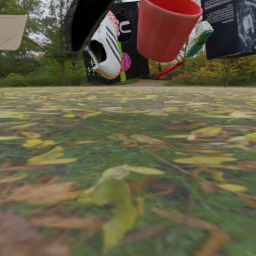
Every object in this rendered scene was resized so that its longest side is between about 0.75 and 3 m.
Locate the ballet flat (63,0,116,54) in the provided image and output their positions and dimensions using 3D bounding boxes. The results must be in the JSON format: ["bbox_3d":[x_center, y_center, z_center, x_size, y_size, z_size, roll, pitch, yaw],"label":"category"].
[{"bbox_3d":[-0.495,-2.491,5.125,0.902,0.771,2.713,7,-36,-27],"label":"ballet flat"}]

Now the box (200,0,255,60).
[{"bbox_3d":[3.492,-3.378,9.294,1.191,2.028,1.994,-1,11,45],"label":"box"}]

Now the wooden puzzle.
[{"bbox_3d":[-2.640,-1.964,5.822,1.032,0.954,0.192,0,-26,5],"label":"wooden puzzle"}]

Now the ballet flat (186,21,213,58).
[{"bbox_3d":[1.894,-2.415,7.596,0.453,0.453,1.263,-3,-18,-16],"label":"ballet flat"}]

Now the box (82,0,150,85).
[{"bbox_3d":[-0.590,-3.251,10.848,2.052,2.763,1.718,-22,22,-30],"label":"box"}]

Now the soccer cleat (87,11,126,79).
[{"bbox_3d":[-0.819,-2.750,8.544,0.916,2.670,1.137,-23,-19,35],"label":"soccer cleat"}]

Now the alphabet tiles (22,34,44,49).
[{"bbox_3d":[-3.316,-2.821,8.274,1.720,0.054,1.431,30,2,40],"label":"alphabet tiles"}]

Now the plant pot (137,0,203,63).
[{"bbox_3d":[1.137,-3.175,8.917,1.952,1.727,1.952,9,42,-8],"label":"plant pot"}]

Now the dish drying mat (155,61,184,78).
[{"bbox_3d":[1.307,-1.881,9.083,0.541,0.128,1.409,-35,9,-11],"label":"dish drying mat"}]
